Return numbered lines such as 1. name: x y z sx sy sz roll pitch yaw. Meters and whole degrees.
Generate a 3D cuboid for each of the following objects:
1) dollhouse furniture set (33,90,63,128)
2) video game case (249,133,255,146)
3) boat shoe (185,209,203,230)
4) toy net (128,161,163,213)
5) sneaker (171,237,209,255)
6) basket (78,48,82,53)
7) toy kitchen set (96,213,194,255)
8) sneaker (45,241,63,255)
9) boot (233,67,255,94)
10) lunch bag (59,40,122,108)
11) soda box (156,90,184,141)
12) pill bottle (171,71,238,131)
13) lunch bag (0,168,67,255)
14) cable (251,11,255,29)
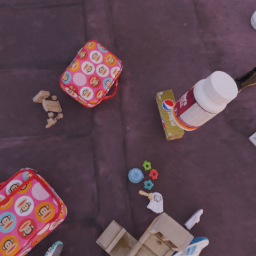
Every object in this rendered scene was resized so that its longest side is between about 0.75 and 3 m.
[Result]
1. dollhouse furniture set: -2.866 -0.652 10.182 0.556 0.651 1.256 -34 70 31
2. video game case: 5.160 0.605 9.918 1.025 0.129 1.431 -36 75 -11
3. boat shoe: 2.181 2.961 9.081 0.764 0.281 0.250 -43 81 -2
4. toy net: 0.741 2.003 9.372 0.891 0.328 1.699 -28 76 -12
5. sneaker: 1.907 3.883 8.653 1.424 0.545 0.575 -32 81 -3
6. basket: -1.532 -2.906 11.031 0.758 0.565 0.541 -39 43 -12
7. toy kitchen set: 0.132 3.407 7.891 1.969 2.177 2.413 37 71 13
8. sneaker: -2.260 4.511 8.391 0.956 0.813 2.095 21 76 -10
9. boot: 4.245 -1.811 10.238 1.513 1.047 0.586 -26 73 -8
10. lunch bag: -1.213 -1.868 10.212 1.901 0.884 2.158 37 74 -10
11. soda box: 1.493 -0.463 10.049 0.581 0.549 1.716 -12 72 -3
12. pill bottle: 1.916 -0.663 7.185 0.925 1.689 0.925 11 61 -20
13. lunch bag: -3.553 2.667 8.784 2.690 1.102 2.370 -43 72 -13
14. cable: 5.600 -4.417 11.465 1.047 0.362 1.047 -39 76 -12
